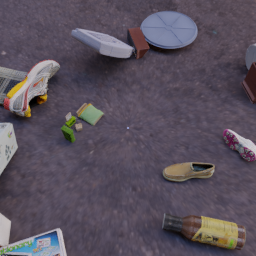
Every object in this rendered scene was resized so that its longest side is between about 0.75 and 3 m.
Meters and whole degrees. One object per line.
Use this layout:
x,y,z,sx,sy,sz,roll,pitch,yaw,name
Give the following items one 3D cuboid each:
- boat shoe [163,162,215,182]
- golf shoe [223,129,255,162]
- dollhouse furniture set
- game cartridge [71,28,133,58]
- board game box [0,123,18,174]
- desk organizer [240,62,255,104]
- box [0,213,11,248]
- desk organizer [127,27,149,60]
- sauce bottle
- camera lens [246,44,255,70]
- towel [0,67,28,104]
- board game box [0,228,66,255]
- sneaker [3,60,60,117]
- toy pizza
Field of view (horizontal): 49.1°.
1.727,1.161,7.968,1.456,0.555,0.522,-7,57,-4,boat shoe
3.459,0.479,8.547,0.566,0.465,1.236,-21,58,-35,golf shoe
-1.489,-0.294,8.903,0.757,0.585,1.515,30,62,17,dollhouse furniture set
-0.777,-2.988,10.009,1.491,0.458,2.240,30,23,21,game cartridge
-4.424,0.890,7.184,2.132,0.929,2.889,-2,26,0,board game box
5.492,-1.728,9.548,2.757,1.061,0.989,-9,57,-6,desk organizer
-3.532,2.455,6.670,0.998,1.310,0.697,-5,57,-3,box
0.389,-3.342,10.966,0.511,0.476,1.328,-12,58,-10,desk organizer
1.867,2.550,7.043,1.978,0.640,0.640,9,57,9,sauce bottle
5.142,-2.558,10.056,1.405,1.124,1.124,-9,57,-5,camera lens
-4.394,-1.471,9.913,1.634,0.282,1.573,13,61,6,towel
-2.644,3.539,6.482,2.524,0.437,1.593,-16,58,-10,board game box
-3.049,-1.324,9.508,1.000,0.948,2.435,32,63,0,sneaker
1.654,-3.947,11.421,2.303,0.365,2.303,-1,57,1,toy pizza
